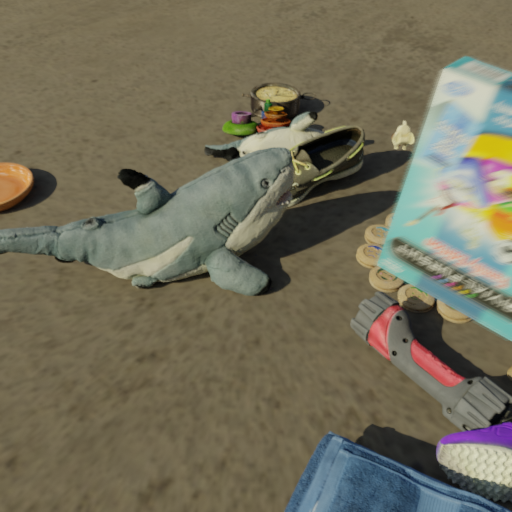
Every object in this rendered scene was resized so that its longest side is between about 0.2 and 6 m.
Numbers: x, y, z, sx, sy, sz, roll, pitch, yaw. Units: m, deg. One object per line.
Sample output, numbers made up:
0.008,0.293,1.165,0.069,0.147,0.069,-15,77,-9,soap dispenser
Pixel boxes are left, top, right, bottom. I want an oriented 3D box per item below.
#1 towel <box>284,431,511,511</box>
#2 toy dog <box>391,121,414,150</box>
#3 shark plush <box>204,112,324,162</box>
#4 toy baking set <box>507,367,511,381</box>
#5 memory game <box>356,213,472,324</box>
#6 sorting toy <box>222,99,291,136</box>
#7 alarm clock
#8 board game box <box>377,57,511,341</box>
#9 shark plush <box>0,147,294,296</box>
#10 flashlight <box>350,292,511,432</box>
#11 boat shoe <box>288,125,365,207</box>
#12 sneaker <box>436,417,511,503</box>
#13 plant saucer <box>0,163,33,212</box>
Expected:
1.765,3.007,5.312,3.116,0.756,1.739,19,44,21,towel
2.338,-1.932,9.082,0.313,0.435,0.449,-8,-1,3,toy dog
0.307,-2.168,11.781,2.675,1.215,1.114,-16,16,7,shark plush
4.692,1.791,7.025,3.533,0.411,2.712,-23,45,-25,toy baking set
3.111,0.047,9.291,2.831,0.180,2.831,0,40,0,memory game
0.083,-3.067,12.440,1.703,0.699,1.023,14,28,25,sorting toy
0.627,-3.724,13.480,1.754,0.584,1.183,-13,41,-13,alarm clock
2.361,-0.469,5.509,1.780,2.357,0.553,32,44,26,board game box
-1.684,-0.693,8.828,4.551,1.895,2.067,-1,40,-1,shark plush
2.256,1.348,7.320,0.752,0.749,2.212,-25,45,-30,flashlight
0.925,-1.724,10.712,2.732,0.817,0.976,-26,61,-18,boat shoe
3.109,2.167,6.429,2.105,0.732,1.047,1,26,7,sneaker
-5.091,-1.270,10.776,1.593,0.298,1.593,0,41,0,plant saucer
